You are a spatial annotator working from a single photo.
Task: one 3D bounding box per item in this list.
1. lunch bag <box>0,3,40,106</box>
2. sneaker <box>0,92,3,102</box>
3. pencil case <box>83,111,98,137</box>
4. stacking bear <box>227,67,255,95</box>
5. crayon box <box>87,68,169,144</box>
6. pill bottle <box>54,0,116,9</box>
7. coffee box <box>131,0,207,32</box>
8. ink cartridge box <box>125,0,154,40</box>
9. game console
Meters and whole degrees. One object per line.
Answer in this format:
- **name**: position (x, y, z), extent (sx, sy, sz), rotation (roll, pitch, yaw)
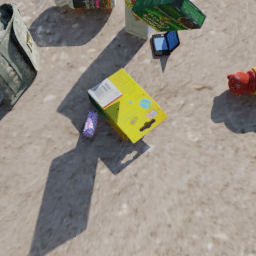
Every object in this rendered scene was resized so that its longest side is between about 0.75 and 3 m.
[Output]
- **lunch bag**: position (-4.378, -2.648, 10.032), extent (1.687, 2.354, 2.870), rotation (22, 68, 15)
- **sneaker**: position (-4.571, -1.250, 8.272), extent (1.743, 0.683, 0.575), rotation (46, 32, -19)
- **pencil case**: position (-1.330, -0.136, 9.993), extent (0.395, 0.403, 0.942), rotation (8, 67, 4)
- **stacking bear**: position (4.792, -1.719, 10.338), extent (2.148, 1.221, 1.304), rotation (-5, 65, 3)
- **crayon box**: position (-0.032, -0.730, 10.105), extent (1.664, 0.666, 2.622), rotation (-36, 70, -15)
- **pill bottle**: position (-1.832, -5.884, 11.954), extent (2.574, 1.498, 1.498), rotation (-2, 66, 0)
- **coffee box**: position (1.122, -3.352, 8.220), extent (1.298, 2.111, 0.464), rotation (24, 92, -34)
- **ink cartridge box**: position (0.752, -5.201, 11.006), extent (1.107, 2.654, 1.927), rotation (26, 68, 11)
- **game console**: position (1.513, -3.588, 11.388), extent (0.962, 0.662, 1.116), rotation (-5, 66, -3)
